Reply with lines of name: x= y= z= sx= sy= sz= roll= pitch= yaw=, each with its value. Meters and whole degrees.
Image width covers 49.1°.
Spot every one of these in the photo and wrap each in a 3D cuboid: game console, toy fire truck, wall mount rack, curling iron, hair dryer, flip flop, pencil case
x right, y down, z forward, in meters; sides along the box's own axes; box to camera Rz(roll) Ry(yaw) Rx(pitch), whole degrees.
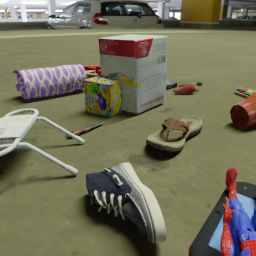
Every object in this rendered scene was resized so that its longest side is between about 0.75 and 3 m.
game console: x=2.330 y=1.813 z=4.234 sx=2.259 sy=0.396 sz=2.554 roll=15 pitch=29 yaw=32
toy fire truck: x=-2.004 y=-2.960 z=14.901 sx=2.042 sy=0.498 sz=1.440 roll=3 pitch=24 yaw=7
wall mount rack: x=-2.396 y=0.375 z=6.860 sx=2.413 sy=1.035 sz=2.777 roll=-4 pitch=24 yaw=-1
curling iron: x=-1.308 y=0.010 z=8.566 sx=0.353 sy=0.182 sz=1.422 roll=21 pitch=32 yaw=41
hair dryer: x=2.540 y=-1.732 z=12.471 sx=1.113 sy=0.397 sz=1.461 roll=-2 pitch=12 yaw=44
flip flop: x=1.375 y=0.000 z=7.908 sx=1.022 sy=0.726 sz=2.520 roll=18 pitch=30 yaw=35
pencil case: x=-3.231 y=-1.978 z=11.940 sx=2.957 sy=1.241 sz=1.264 roll=-13 pitch=0 yaw=-30

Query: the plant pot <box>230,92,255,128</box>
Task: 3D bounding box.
plant pot: x=3.873 y=-0.522 z=8.906 sx=0.994 sy=1.022 sz=1.022 roll=-20 pitch=30 yaw=-22

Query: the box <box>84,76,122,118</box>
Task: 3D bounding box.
box: x=-0.877 y=-1.116 z=9.875 sx=1.131 sy=1.174 sz=0.716 roll=14 pitch=27 yaw=29

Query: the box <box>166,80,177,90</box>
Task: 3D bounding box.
box: x=1.720 y=-2.020 z=13.085 sx=0.949 sy=0.242 sz=0.749 roll=-19 pitch=31 yaw=-35

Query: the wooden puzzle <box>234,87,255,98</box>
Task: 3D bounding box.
wooden puzzle: x=5.245 y=-1.497 z=11.974 sx=1.113 sy=0.193 sz=1.649 roll=-13 pitch=27 yaw=-28

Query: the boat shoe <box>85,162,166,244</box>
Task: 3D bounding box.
boat shoe: x=-0.153 y=1.347 z=4.958 sx=0.997 sy=0.803 sz=2.151 roll=-12 pitch=18 yaw=-14

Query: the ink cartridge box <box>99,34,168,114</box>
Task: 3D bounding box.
ink cartridge box: x=0.216 y=-2.072 z=10.389 sx=1.825 sy=2.523 sz=1.833 roll=17 pitch=29 yaw=38

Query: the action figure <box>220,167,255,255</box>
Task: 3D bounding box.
action figure: x=1.735 y=1.471 z=3.860 sx=0.910 sy=0.719 sz=2.783 roll=11 pitch=30 yaw=13
